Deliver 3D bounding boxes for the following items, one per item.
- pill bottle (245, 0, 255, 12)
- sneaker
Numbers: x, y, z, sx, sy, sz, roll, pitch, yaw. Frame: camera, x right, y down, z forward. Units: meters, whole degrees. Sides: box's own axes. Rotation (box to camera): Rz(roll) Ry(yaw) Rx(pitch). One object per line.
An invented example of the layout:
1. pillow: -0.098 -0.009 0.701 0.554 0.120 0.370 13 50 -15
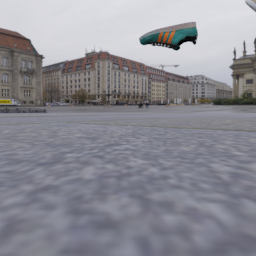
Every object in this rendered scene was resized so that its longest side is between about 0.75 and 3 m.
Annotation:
1. pill bottle: 3.241 -3.042 5.973 0.726 0.726 1.307 -5 -38 -54
2. sneaker: 0.823 -1.811 5.776 1.217 0.486 0.434 -7 9 21
